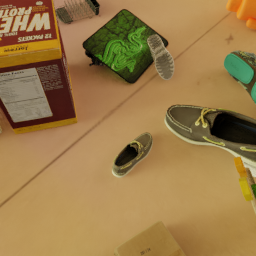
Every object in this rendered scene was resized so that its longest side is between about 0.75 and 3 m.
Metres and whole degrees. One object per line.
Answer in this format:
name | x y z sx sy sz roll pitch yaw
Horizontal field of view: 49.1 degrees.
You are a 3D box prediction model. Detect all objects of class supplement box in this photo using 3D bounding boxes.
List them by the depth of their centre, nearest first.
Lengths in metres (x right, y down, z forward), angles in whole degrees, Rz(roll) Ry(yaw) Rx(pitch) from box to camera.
supplement box | -2.331 -1.597 6.814 1.595 2.403 2.370 -11 55 -8

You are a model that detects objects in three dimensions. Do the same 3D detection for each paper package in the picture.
paper package | 0.424 2.399 5.109 1.039 0.537 0.990 -27 59 -19

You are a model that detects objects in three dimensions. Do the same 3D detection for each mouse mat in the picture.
mouse mat | 0.005 -2.582 8.574 1.919 0.090 2.385 37 60 1

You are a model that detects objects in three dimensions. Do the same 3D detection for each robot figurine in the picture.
robot figurine | 4.620 -4.268 9.362 2.412 1.407 1.735 13 52 9

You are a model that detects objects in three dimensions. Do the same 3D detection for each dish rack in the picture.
dish rack | -1.827 -4.255 9.972 1.478 0.403 1.134 -22 56 -14

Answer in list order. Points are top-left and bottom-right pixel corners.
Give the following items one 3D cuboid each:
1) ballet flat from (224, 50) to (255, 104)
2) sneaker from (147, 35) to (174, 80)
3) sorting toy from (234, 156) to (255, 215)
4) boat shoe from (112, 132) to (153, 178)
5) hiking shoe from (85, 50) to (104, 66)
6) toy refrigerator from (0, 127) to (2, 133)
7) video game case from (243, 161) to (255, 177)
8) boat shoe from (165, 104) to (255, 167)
ballet flat | 3.603 -1.213 7.388 0.999 0.999 2.692 -13 51 -9
sneaker | 1.025 -2.054 8.311 0.539 0.591 1.441 -19 75 10
sorting toy | 2.327 1.415 4.952 0.254 1.897 1.413 -19 39 24
boat shoe | 0.140 0.555 6.507 0.489 0.409 1.369 33 61 21
hiking shoe | -0.974 -2.495 8.604 0.740 0.556 1.469 -7 55 -9
toy refrigerator | -3.945 -0.653 7.167 0.692 0.750 1.977 -25 59 -17
video game case | 4.438 0.465 6.155 2.643 0.333 2.901 26 58 38
boat shoe | 2.072 -0.046 6.425 2.799 0.843 0.998 23 66 30
